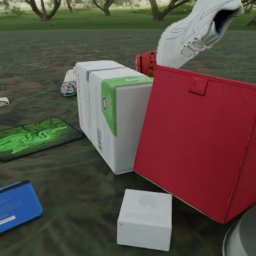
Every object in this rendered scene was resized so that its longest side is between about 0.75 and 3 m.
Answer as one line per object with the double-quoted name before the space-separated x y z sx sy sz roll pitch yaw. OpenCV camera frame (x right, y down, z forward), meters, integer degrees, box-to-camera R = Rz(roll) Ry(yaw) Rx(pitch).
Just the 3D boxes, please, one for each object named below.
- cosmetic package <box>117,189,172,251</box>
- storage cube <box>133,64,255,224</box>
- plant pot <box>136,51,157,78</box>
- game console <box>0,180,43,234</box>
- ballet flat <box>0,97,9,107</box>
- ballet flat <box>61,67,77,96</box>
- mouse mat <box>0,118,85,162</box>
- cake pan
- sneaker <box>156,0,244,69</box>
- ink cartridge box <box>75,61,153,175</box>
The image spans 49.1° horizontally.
"cosmetic package" 0.304 1.539 4.765 0.845 0.521 0.848 5 23 8
"storage cube" 1.705 0.144 5.363 2.079 2.187 2.432 -1 20 -44
"plant pot" 1.112 -3.096 14.113 1.384 1.520 1.520 -3 24 5
"game console" -2.456 1.536 5.291 1.320 0.781 1.127 -18 60 -34
"ballet flat" -5.064 -0.918 10.648 1.075 0.373 0.373 -19 30 -38
"ballet flat" -2.465 -2.303 12.977 0.997 0.997 2.772 4 25 8
"mouse mat" -2.780 0.237 8.304 2.487 0.094 2.001 -19 30 -34
"cake pan" 2.687 1.907 4.040 2.483 0.455 2.483 0 23 0
"sneaker" 1.837 -2.550 7.659 1.061 2.849 1.241 23 34 -31
"ink cartridge box" -0.386 -0.490 7.383 1.229 2.129 2.914 -10 26 -22
